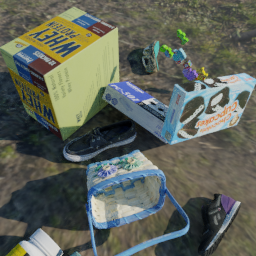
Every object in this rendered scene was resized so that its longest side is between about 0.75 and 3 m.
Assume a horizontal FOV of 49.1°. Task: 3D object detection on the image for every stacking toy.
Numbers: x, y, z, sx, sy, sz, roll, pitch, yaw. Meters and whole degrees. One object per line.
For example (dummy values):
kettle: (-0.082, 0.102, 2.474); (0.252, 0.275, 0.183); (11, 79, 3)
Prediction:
stacking toy: (1.895, -2.166, 9.551); (0.483, 2.055, 1.549); (-19, 22, 43)

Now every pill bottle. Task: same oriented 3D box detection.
pill bottle: (-2.451, 3.303, 6.430); (1.033, 1.033, 1.807); (32, 58, 23)

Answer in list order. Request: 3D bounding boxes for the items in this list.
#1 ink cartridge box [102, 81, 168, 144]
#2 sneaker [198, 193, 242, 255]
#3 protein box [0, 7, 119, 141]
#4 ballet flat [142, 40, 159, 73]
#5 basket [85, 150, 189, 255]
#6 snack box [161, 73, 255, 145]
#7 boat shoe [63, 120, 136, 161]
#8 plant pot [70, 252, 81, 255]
ink cartridge box: (0.592, -0.617, 9.419); (2.743, 0.607, 1.290); (36, 30, 21)
sneaker: (2.198, 2.508, 7.393); (0.825, 0.713, 1.884); (27, 48, 31)
protein box: (-1.979, -1.787, 9.303); (1.979, 2.912, 2.933); (32, 58, 23)
ballet flat: (0.949, -3.042, 11.842); (0.700, 0.631, 1.860); (-3, 53, 13)
basket: (-0.021, 1.893, 7.067); (2.266, 1.787, 2.570); (-16, 43, -14)
snack box: (2.344, -0.593, 8.052); (2.832, 1.645, 0.525); (-14, 42, -30)
boat shoe: (-0.865, 0.308, 8.926); (2.476, 0.820, 0.866); (-14, 52, -14)
plant pot: (-1.508, 3.892, 5.769); (2.018, 1.426, 1.426); (-28, 56, -14)
